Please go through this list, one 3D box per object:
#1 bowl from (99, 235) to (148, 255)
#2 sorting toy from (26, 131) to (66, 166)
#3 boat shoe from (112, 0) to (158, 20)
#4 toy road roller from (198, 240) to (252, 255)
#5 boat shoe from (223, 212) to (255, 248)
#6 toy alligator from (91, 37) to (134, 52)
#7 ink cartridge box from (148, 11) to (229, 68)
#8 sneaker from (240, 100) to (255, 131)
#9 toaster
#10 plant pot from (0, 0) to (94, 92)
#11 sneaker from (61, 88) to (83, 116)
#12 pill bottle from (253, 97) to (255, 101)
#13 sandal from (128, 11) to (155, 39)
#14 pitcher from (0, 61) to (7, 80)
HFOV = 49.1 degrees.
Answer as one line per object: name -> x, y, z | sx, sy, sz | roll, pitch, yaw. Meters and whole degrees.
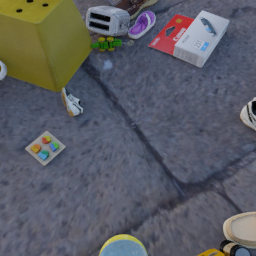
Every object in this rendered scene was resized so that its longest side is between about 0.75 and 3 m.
bowl -> -0.113, 2.827, 6.334 | 1.083, 1.083, 0.583 | -4, 12, -3
sorting toy -> -2.424, 0.565, 8.221 | 0.908, 0.166, 0.840 | 34, 62, 22
boat shoe -> 0.246, -5.499, 11.871 | 2.895, 1.042, 1.044 | -37, 63, -22
toy road roller -> 2.084, 3.153, 6.004 | 1.441, 0.886, 1.052 | -21, 77, -6
boat shoe -> 3.522, 2.294, 6.615 | 2.416, 0.836, 0.891 | -3, 55, -2
toy alligator -> -0.608, -3.261, 10.669 | 1.628, 0.483, 0.442 | -7, 47, -5
ink cartridge box -> 2.384, -3.698, 10.925 | 2.267, 0.575, 2.574 | 27, 59, 16
sneaker -> 4.158, -0.086, 8.300 | 0.681, 0.789, 1.800 | -33, 63, -23
toaster -> -0.850, -4.123, 10.756 | 1.751, 0.995, 1.131 | 20, 28, 14
plant pot -> -3.021, -3.258, 9.544 | 2.657, 2.344, 2.657 | 19, 57, 13
sneaker -> -1.819, -0.860, 9.113 | 0.496, 0.428, 1.131 | -16, 63, -24
pill bottle -> 4.520, -0.825, 8.975 | 0.904, 0.507, 0.507 | -4, 55, -3
sandal -> 0.617, -4.312, 11.405 | 0.769, 0.464, 1.890 | 19, 58, 13
pitcher -> -5.052, -2.229, 9.462 | 1.814, 1.282, 2.115 | -19, 65, -2
